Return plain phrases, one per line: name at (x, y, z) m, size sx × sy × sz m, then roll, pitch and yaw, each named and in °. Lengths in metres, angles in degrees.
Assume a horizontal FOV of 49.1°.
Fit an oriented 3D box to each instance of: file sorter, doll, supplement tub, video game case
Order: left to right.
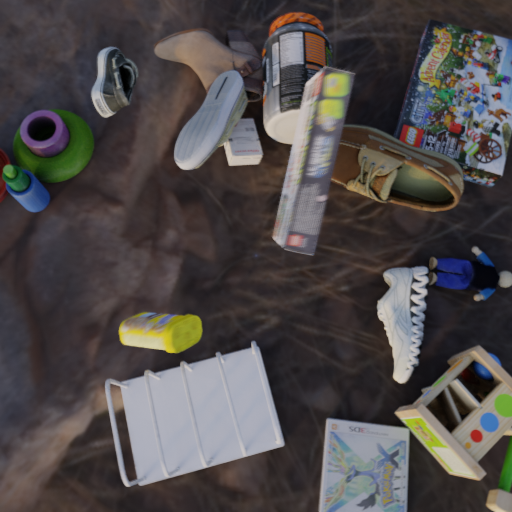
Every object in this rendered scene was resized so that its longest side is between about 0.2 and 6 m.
file sorter at (-0.944, 2.536, 9.074) m, size 2.520 × 1.569 × 1.749 m, roll -14°, pitch 73°, yaw -5°
supplement tub at (0.825, -3.509, 11.092) m, size 1.401 × 1.401 × 2.287 m, roll 0°, pitch 72°, yaw 0°
video game case at (1.836, 3.627, 9.445) m, size 1.419 × 0.171 × 1.556 m, roll 7°, pitch 73°, yaw 2°
doll at (4.015, 0.329, 10.405) m, size 1.521 × 0.369 × 1.038 m, roll 8°, pitch 73°, yaw 3°

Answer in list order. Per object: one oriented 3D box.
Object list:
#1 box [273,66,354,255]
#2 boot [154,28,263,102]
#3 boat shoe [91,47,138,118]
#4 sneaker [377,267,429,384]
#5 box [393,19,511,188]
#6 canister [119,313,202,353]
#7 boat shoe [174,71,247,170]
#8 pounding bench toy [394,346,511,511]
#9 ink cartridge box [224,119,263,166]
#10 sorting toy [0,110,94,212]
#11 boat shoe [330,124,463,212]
box at (0.873, -1.503, 9.179) m, size 0.488 × 1.547 × 2.811 m, roll 11°, pitch 98°, yaw -7°
boot at (-0.911, -3.805, 11.547) m, size 2.206 × 0.775 × 1.613 m, roll -10°, pitch 76°, yaw -1°
boat shoe at (-2.326, -3.035, 9.580) m, size 0.598 × 0.664 × 1.878 m, roll -18°, pitch 46°, yaw 12°
sneaker at (2.574, 1.200, 9.993) m, size 0.863 × 0.800 × 2.128 m, roll 6°, pitch 69°, yaw 16°
box at (4.142, -3.145, 11.400) m, size 2.147 × 0.592 × 3.144 m, roll 17°, pitch 73°, yaw 5°
canister at (-1.445, 1.128, 8.412) m, size 1.011 × 0.751 × 0.438 m, roll 1°, pitch 102°, yaw 30°
boat shoe at (-0.731, -2.446, 10.496) m, size 0.829 × 0.715 × 2.304 m, roll 9°, pitch 62°, yaw 37°
pounding bench toy at (3.742, 2.791, 9.103) m, size 1.684 × 1.341 × 2.159 m, roll -39°, pitch 76°, yaw -12°
ink cartridge box at (-0.298, -2.258, 11.125) m, size 0.647 × 0.365 × 0.882 m, roll -6°, pitch 68°, yaw -19°
sorting toy at (-4.679, -1.875, 10.615) m, size 3.180 × 1.305 × 1.911 m, roll -30°, pitch 74°, yaw -10°
boat shoe at (2.350, -1.597, 10.397) m, size 3.119 × 1.180 × 1.152 m, roll 12°, pitch 35°, yaw 4°
